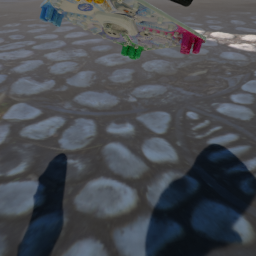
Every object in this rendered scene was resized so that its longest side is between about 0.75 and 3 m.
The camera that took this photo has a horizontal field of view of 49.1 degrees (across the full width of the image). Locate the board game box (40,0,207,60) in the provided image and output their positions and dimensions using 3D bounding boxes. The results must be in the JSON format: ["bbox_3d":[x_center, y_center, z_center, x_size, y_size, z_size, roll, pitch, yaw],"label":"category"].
[{"bbox_3d":[-0.222,-1.848,5.178,2.404,0.311,2.404,16,1,-31],"label":"board game box"}]

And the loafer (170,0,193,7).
[{"bbox_3d":[0.967,-4.679,8.667,2.944,1.033,1.000,3,31,-33],"label":"loafer"}]
